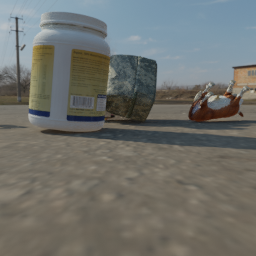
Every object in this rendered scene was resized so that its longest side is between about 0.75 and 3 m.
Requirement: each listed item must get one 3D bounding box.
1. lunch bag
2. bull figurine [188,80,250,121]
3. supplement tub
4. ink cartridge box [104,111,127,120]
[{"bbox_3d":[-0.035,-1.616,10.659,1.985,2.366,1.649,12,-31,-7],"label":"lunch bag"},{"bbox_3d":[3.690,-0.974,10.986,2.824,1.715,0.920,-14,47,-22],"label":"bull figurine"},{"bbox_3d":[-1.584,-1.468,7.765,2.106,2.916,2.106,6,6,-1],"label":"supplement tub"},{"bbox_3d":[-0.837,-1.407,11.941,2.613,1.892,1.097,-2,-23,-16],"label":"ink cartridge box"}]
